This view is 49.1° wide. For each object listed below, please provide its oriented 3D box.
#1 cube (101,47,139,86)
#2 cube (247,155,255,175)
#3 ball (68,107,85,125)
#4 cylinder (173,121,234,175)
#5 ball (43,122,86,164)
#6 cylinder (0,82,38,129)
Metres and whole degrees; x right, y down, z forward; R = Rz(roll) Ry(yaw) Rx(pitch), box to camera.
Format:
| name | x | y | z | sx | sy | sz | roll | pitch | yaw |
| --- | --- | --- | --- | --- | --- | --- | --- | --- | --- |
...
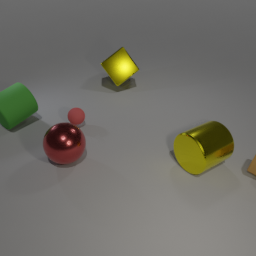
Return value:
| name | x | y | z | sx | sy | sz | roll | pitch | yaw |
| --- | --- | --- | --- | --- | --- | --- | --- | --- | --- |
| cube | -0.435 | -3.163 | 14.387 | 1.400 | 1.400 | 1.400 | -36 | 14 | 5 |
| cube | 4.256 | 1.086 | 8.684 | 0.700 | 0.700 | 0.700 | 30 | 42 | 25 |
| ball | -2.083 | -0.478 | 11.298 | 0.700 | 0.700 | 0.700 | 0 | 32 | 0 |
| cylinder | 2.455 | 0.617 | 9.145 | 1.400 | 1.400 | 1.400 | -20 | 37 | -29 |
| ball | -2.107 | 0.509 | 9.321 | 1.400 | 1.400 | 1.400 | 0 | 32 | 0 |
| cylinder | -4.603 | -0.890 | 11.234 | 1.400 | 1.400 | 1.400 | 25 | 52 | 34 |
